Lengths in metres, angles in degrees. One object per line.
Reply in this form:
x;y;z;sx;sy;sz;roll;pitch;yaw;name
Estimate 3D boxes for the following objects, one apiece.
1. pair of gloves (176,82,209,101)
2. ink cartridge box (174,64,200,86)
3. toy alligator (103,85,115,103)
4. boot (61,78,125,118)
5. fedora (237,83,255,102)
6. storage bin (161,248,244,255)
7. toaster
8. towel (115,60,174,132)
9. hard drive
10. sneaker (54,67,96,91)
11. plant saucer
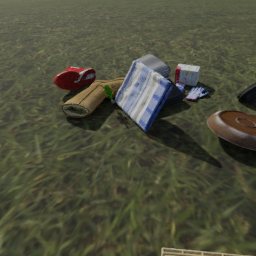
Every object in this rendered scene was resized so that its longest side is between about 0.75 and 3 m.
2.617;-1.645;12.418;1.802;0.205;1.449;16;35;26;pair of gloves
2.822;-2.518;13.292;1.047;0.757;0.761;11;33;18;ink cartridge box
-0.748;-1.383;10.972;0.329;1.108;0.301;-24;59;-1;toy alligator
-1.083;-1.176;11.152;2.165;0.817;2.472;-1;28;24;boot
5.103;-1.414;11.576;1.129;1.129;0.516;-21;70;-30;fedora
1.535;3.105;3.884;2.337;1.103;2.354;4;31;5;storage bin
0.961;-2.673;13.066;1.216;1.070;1.882;-27;56;-31;toaster
0.452;-1.273;10.275;0.315;1.946;2.650;17;19;-35;towel
1.262;-1.427;11.475;1.966;0.416;1.326;-19;59;-28;hard drive
-2.740;-2.332;13.102;1.358;0.921;2.351;14;21;36;sneaker
3.858;-0.040;9.252;2.420;0.388;2.420;9;26;-5;plant saucer
